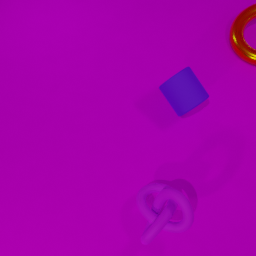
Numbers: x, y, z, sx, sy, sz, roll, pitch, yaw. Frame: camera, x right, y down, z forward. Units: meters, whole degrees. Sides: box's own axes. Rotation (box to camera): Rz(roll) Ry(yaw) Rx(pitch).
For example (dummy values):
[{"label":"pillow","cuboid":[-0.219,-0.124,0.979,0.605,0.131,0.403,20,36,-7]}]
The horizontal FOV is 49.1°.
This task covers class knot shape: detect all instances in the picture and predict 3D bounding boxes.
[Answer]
[{"label":"knot shape","cuboid":[0.733,1.645,5.549,0.613,1.242,1.327,35,52,-33]}]

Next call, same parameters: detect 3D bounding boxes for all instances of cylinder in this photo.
[{"label":"cylinder","cuboid":[1.305,-0.846,6.552,0.855,0.855,0.855,-34,90,-14]}]

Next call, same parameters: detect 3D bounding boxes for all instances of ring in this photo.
[{"label":"ring","cuboid":[3.902,-2.672,7.876,1.990,0.398,1.990,-4,75,14]}]
